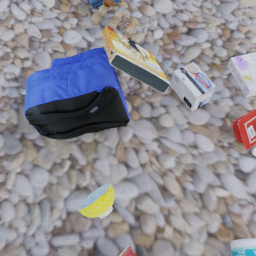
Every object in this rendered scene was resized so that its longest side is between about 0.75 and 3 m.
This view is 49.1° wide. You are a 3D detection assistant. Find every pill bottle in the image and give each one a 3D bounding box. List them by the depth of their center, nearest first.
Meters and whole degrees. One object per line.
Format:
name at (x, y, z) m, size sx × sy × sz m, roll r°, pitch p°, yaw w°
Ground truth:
pill bottle at (3.125, 3.592, 7.007) m, size 0.821 × 0.821 × 1.483 m, roll -2°, pitch 61°, yaw -1°

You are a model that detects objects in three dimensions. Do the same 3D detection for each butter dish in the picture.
butter dish at (3.747, 0.013, 8.996) m, size 1.056 × 0.783 × 1.059 m, roll -30°, pitch 106°, yaw -23°

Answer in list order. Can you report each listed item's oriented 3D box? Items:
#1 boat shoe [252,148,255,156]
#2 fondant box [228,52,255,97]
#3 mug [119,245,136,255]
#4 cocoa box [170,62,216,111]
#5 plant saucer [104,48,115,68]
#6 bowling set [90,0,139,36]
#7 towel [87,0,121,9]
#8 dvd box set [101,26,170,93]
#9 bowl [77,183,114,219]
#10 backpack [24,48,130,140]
boat shoe at (4.470, 0.758, 8.775) m, size 1.082 × 0.375 × 0.383 m, roll 8°, pitch 62°, yaw 4°
fondant box at (4.516, -1.956, 10.183) m, size 1.130 × 0.456 × 1.567 m, roll -13°, pitch 62°, yaw -7°
mug at (0.191, 4.423, 6.391) m, size 2.568 × 2.279 × 1.713 m, roll 43°, pitch 34°, yaw 16°
cocoa box at (2.227, -1.434, 9.662) m, size 0.859 × 0.873 × 1.310 m, roll -28°, pitch 65°, yaw -14°
plant saucer at (-0.473, -2.709, 10.724) m, size 1.189 × 0.214 × 1.189 m, roll 0°, pitch 63°, yaw 0°
bowling set at (-0.491, -4.739, 11.190) m, size 2.035 × 1.416 × 1.092 m, roll 22°, pitch 63°, yaw 7°
towel at (-1.408, -6.558, 12.517) m, size 1.561 × 0.678 × 2.795 m, roll -21°, pitch 64°, yaw -12°
dvd box set at (0.148, -1.978, 7.808) m, size 1.706 × 0.343 × 2.332 m, roll 24°, pitch 28°, yaw -25°
bowl at (-0.555, 1.538, 5.623) m, size 0.816 × 0.816 × 0.439 m, roll -37°, pitch 95°, yaw -18°
backpack at (-1.620, -0.966, 8.685) m, size 2.858 × 2.322 × 2.398 m, roll -17°, pitch 55°, yaw 4°
